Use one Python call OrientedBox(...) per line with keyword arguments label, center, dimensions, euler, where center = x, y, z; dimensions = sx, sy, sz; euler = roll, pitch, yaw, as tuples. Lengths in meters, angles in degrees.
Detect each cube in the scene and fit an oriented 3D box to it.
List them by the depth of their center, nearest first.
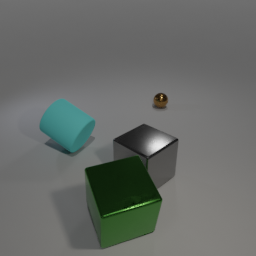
OrientedBox(label="cube", center=(-0.173, 1.735, 6.718), dimensions=(1.400, 1.400, 1.400), euler=(-12, 45, -18))
OrientedBox(label="cube", center=(0.521, 0.915, 8.490), dimensions=(1.400, 1.400, 1.400), euler=(26, 38, 38))

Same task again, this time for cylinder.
OrientedBox(label="cylinder", center=(-2.100, -0.090, 9.817), dimensions=(1.400, 1.400, 1.400), euler=(34, 38, 9))

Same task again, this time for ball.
OrientedBox(label="ball", center=(1.533, -1.294, 13.089), dimensions=(0.700, 0.700, 0.700), euler=(0, 29, 0))
